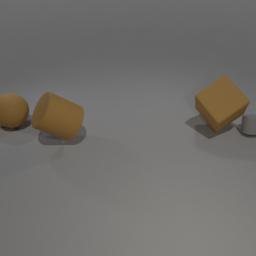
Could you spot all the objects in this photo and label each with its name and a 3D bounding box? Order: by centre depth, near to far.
[{"bbox_3d":[-2.564,-0.419,10.232,1.400,1.400,1.400,24,16,-35],"label":"cylinder"},{"bbox_3d":[3.583,-0.898,10.864,1.400,1.400,1.400,-35,69,2],"label":"cube"},{"bbox_3d":[4.887,-0.142,11.103,0.700,0.700,0.700,0,14,0],"label":"cylinder"},{"bbox_3d":[-4.758,-0.713,11.405,1.400,1.400,1.400,0,31,0],"label":"ball"}]
